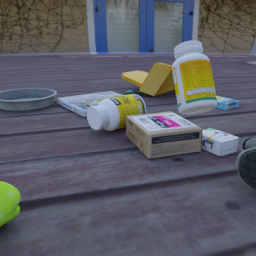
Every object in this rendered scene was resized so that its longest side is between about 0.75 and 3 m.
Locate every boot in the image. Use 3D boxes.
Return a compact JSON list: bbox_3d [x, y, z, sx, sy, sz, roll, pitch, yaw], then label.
[{"bbox_3d":[3.426,0.716,6.788,2.947,0.998,1.925,1,12,-19],"label":"boot"}]

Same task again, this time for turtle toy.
[{"bbox_3d":[-3.084,1.203,4.537,2.500,1.264,1.822,-4,21,-13],"label":"turtle toy"}]

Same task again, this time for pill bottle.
[{"bbox_3d":[-0.394,-0.531,9.846,1.982,1.110,1.110,-17,25,-40],"label":"pill bottle"},{"bbox_3d":[1.736,-1.335,7.491,1.014,1.798,1.014,-7,-10,-1],"label":"pill bottle"}]

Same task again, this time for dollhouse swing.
[{"bbox_3d":[1.560,-3.287,15.628,2.536,2.622,2.885,43,34,16],"label":"dollhouse swing"}]

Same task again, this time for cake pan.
[{"bbox_3d":[-4.804,-1.366,13.183,2.864,0.525,2.864,0,19,0],"label":"cake pan"}]

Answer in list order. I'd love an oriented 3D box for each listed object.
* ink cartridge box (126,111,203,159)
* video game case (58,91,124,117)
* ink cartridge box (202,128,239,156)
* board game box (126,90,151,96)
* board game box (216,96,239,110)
[{"bbox_3d":[1.004,0.133,8.470,1.653,0.753,2.006,-7,19,-17],"label":"ink cartridge box"},{"bbox_3d":[-1.326,-1.171,12.941,2.985,0.328,2.721,-12,22,-34],"label":"video game case"},{"bbox_3d":[2.553,0.391,8.174,0.763,0.459,1.050,-11,23,-30],"label":"ink cartridge box"},{"bbox_3d":[0.559,-1.939,15.386,1.334,0.188,0.903,-1,19,-1],"label":"board game box"},{"bbox_3d":[4.295,-1.194,13.029,0.988,0.307,1.308,-14,24,-36],"label":"board game box"}]
